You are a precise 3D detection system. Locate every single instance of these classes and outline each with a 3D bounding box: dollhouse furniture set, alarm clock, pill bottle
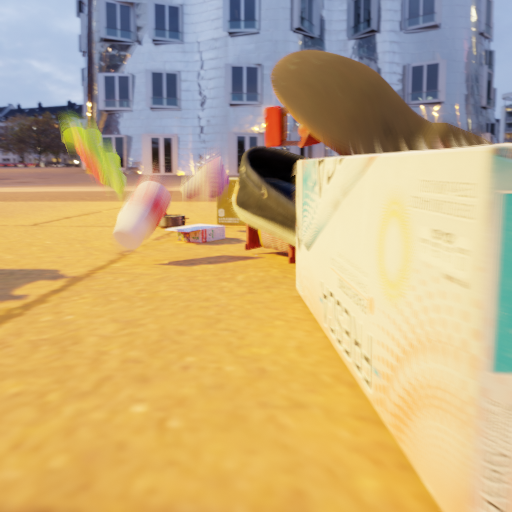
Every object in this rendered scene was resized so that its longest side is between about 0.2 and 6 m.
[{"bbox_3d":[0.498,-1.199,9.035,0.976,2.399,1.291,-10,14,-34],"label":"dollhouse furniture set"},{"bbox_3d":[-2.191,-0.848,13.777,1.024,0.341,0.691,2,9,2],"label":"alarm clock"},{"bbox_3d":[-1.750,-0.619,8.552,0.583,0.583,1.039,3,45,20],"label":"pill bottle"}]

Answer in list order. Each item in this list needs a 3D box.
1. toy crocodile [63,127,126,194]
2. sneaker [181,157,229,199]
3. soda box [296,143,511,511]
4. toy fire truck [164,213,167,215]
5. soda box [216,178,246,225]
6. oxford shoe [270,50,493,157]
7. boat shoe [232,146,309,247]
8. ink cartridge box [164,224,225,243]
[{"bbox_3d":[-2.985,-1.809,10.429,0.516,1.672,0.564,-28,-19,-38],"label":"toy crocodile"},{"bbox_3d":[-1.089,-1.532,12.298,0.630,0.693,1.567,-40,6,-36],"label":"sneaker"},{"bbox_3d":[1.290,0.005,4.167,1.447,1.556,4.551,-1,9,-5],"label":"soda box"},{"bbox_3d":[-2.833,-1.088,15.147,0.923,0.517,0.775,1,-15,-1],"label":"toy fire truck"},{"bbox_3d":[0.810,-1.421,14.570,3.590,1.216,1.149,1,9,8],"label":"soda box"},{"bbox_3d":[1.716,-1.668,8.203,3.706,1.322,1.321,39,-10,15],"label":"oxford shoe"},{"bbox_3d":[1.122,-0.616,7.400,3.419,1.064,1.275,24,47,27],"label":"boat shoe"},{"bbox_3d":[-1.220,-0.433,11.258,0.643,0.297,1.181,6,12,33],"label":"ink cartridge box"}]
